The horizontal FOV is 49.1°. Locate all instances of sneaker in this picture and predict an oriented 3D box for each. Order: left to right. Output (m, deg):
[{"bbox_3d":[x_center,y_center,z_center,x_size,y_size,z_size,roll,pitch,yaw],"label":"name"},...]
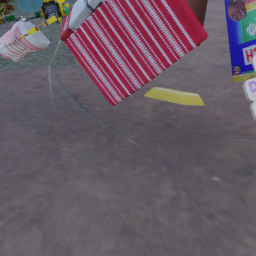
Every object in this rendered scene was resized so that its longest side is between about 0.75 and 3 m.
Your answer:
[{"bbox_3d":[-2.927,-2.266,7.665,1.253,0.902,2.397,-48,35,5],"label":"sneaker"}]

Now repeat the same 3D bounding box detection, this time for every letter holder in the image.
[{"bbox_3d":[1.079,-2.829,6.567,0.973,1.375,1.934,16,12,29],"label":"letter holder"}]

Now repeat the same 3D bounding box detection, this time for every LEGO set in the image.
[{"bbox_3d":[-2.606,-2.722,5.586,2.668,2.052,1.546,1,34,6],"label":"LEGO set"}]

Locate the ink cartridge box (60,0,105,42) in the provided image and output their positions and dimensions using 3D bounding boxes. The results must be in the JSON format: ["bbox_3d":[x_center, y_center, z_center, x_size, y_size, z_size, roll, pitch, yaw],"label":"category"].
[{"bbox_3d":[-0.508,-3.032,7.757,1.724,2.389,1.000,26,51,-32],"label":"ink cartridge box"}]

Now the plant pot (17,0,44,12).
[{"bbox_3d":[-2.770,-4.315,8.181,1.477,1.185,1.477,-10,46,11],"label":"plant pot"}]

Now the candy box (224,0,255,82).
[{"bbox_3d":[3.413,-2.458,6.326,1.013,2.629,2.223,-16,11,-31],"label":"candy box"}]

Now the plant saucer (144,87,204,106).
[{"bbox_3d":[0.929,-0.631,5.489,0.903,0.219,0.903,18,14,38],"label":"plant saucer"}]

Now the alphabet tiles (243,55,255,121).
[{"bbox_3d":[3.035,-0.735,5.279,1.648,1.612,0.120,-19,0,-4],"label":"alphabet tiles"}]

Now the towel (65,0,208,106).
[{"bbox_3d":[0.098,-1.845,5.780,2.561,1.852,0.288,-34,7,26],"label":"towel"}]
